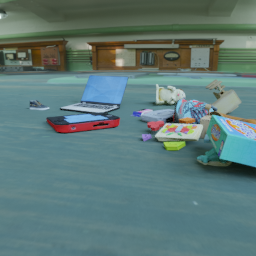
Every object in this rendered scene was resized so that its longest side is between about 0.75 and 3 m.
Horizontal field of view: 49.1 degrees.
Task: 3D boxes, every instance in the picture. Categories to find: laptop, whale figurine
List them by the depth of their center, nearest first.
[{"bbox_3d":[2.326,0.732,7.470,0.984,0.510,0.783,-4,16,-22],"label":"whale figurine"},{"bbox_3d":[-1.788,-1.890,15.153,2.667,1.651,2.849,7,17,27],"label":"laptop"}]

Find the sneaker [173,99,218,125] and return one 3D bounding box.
[{"bbox_3d":[2.843,-0.628,11.445,1.366,1.134,2.859,12,19,33],"label":"sneaker"}]

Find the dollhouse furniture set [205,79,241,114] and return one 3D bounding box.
[{"bbox_3d":[4.444,-1.305,13.557,1.182,1.560,1.780,-37,13,7],"label":"dollhouse furniture set"}]

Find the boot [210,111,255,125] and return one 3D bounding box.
[{"bbox_3d":[4.163,-0.180,10.379,1.611,0.796,2.076,-7,15,-26],"label":"boot"}]

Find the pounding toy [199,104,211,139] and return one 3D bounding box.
[{"bbox_3d":[2.984,-0.269,10.023,0.521,1.139,1.001,9,17,31],"label":"pounding toy"}]

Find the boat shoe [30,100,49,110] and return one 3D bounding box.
[{"bbox_3d":[-4.734,-1.228,14.879,1.098,0.498,0.388,2,15,8],"label":"boat shoe"}]

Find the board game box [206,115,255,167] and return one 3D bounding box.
[{"bbox_3d":[3.620,0.482,7.125,2.867,0.645,2.181,13,16,3],"label":"board game box"}]

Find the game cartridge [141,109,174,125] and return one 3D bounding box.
[{"bbox_3d":[1.583,-0.510,12.502,1.932,0.401,1.287,-14,16,-41],"label":"game cartridge"}]

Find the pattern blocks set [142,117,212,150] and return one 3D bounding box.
[{"bbox_3d":[1.725,0.120,9.437,2.555,0.207,2.246,-5,24,17],"label":"pattern blocks set"}]

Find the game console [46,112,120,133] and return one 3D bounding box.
[{"bbox_3d":[-1.887,-0.336,11.722,2.681,0.416,2.371,-7,16,-25],"label":"game console"}]

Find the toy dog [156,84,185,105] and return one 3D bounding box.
[{"bbox_3d":[2.453,-1.760,16.133,1.669,1.165,1.618,0,-21,8],"label":"toy dog"}]

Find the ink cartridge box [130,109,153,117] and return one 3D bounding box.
[{"bbox_3d":[0.665,-0.746,13.698,0.539,0.211,1.139,12,21,39],"label":"ink cartridge box"}]
